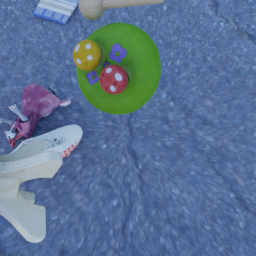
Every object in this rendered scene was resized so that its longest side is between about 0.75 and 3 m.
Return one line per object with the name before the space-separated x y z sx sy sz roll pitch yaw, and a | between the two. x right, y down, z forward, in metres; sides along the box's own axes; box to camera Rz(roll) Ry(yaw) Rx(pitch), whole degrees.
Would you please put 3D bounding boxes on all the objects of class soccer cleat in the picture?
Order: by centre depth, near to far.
soccer cleat | -2.287 0.541 7.490 2.348 1.000 0.806 -29 67 -13

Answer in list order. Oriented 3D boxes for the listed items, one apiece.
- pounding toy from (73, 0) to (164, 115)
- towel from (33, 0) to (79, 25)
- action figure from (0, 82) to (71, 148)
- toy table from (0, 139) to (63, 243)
pounding toy | -0.369 -1.406 5.266 1.844 1.109 2.389 8 100 21
towel | -2.585 -4.728 10.561 1.393 0.226 1.897 18 67 7
action figure | -2.846 -0.304 8.124 1.490 1.341 2.002 30 74 -32
toy table | -1.995 0.935 4.628 1.211 1.901 2.068 14 56 -31
